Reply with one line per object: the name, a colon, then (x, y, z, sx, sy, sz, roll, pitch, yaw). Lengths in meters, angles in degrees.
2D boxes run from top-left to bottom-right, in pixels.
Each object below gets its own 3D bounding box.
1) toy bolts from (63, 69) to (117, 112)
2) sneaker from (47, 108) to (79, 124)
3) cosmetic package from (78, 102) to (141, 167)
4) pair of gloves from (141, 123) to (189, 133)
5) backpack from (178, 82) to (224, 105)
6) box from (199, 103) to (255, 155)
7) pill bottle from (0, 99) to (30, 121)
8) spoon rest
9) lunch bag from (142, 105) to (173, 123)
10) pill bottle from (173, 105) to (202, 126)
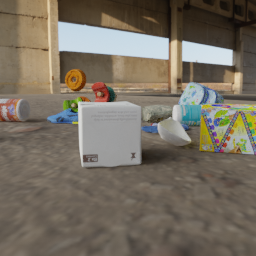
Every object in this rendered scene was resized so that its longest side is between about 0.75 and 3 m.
toy bolts: (-1.872, -1.840, 14.728, 2.584, 2.468, 1.792, -6, -2, 20)
sneaker: (-2.905, -0.577, 13.084, 1.864, 0.731, 0.615, 1, 11, 14)
cosmetic package: (-0.512, 0.073, 6.932, 1.371, 1.372, 1.663, -2, 9, -13)
pair of gloves: (1.477, 0.008, 11.022, 1.640, 0.232, 2.039, 2, 8, 22)
backpack: (3.518, -1.264, 13.681, 1.371, 1.708, 1.866, 21, 8, -45)
box: (3.100, -0.040, 8.247, 1.886, 1.194, 1.958, 3, 10, 14)
pill bottle: (-5.916, -0.876, 13.710, 1.957, 1.098, 1.098, 1, 9, 12)
spoon rest: (1.381, 0.054, 8.854, 1.093, 0.667, 2.200, 27, 7, -3)
lunch bag: (1.392, -0.682, 13.319, 1.116, 0.800, 1.360, -7, 7, -13)
pill bottle: (2.842, -0.560, 12.296, 1.661, 0.920, 0.920, -1, 9, 0)
